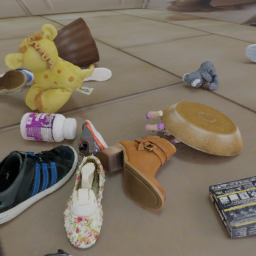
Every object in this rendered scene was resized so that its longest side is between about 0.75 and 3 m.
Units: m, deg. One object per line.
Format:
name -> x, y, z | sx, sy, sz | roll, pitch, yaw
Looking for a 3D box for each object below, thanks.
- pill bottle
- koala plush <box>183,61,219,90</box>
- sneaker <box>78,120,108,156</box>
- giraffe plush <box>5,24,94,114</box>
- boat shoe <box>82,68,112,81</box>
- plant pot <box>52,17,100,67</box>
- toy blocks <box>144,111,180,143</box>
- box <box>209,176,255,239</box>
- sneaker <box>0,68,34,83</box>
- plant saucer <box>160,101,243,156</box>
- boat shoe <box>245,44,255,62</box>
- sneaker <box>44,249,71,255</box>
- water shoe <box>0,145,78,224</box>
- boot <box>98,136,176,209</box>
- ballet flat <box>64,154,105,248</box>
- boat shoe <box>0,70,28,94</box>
pill bottle -> -2.247, -0.018, 8.047 | 1.429, 0.802, 0.802 | 3, 31, 6
koala plush -> 2.889, -2.057, 11.340 | 1.199, 1.102, 1.063 | -20, 34, -9
sneaker -> -1.126, 0.297, 7.684 | 0.694, 0.653, 1.695 | -35, 25, -8
giraffe plush -> -2.639, -1.909, 8.858 | 2.709, 2.197, 2.338 | -1, 54, 37
boat shoe -> -1.556, -2.343, 12.215 | 1.651, 0.594, 0.566 | -12, 32, -1
plant pot -> -2.862, -3.713, 13.239 | 2.342, 2.189, 2.189 | -27, 37, -12
toy blocks -> 0.889, 0.063, 8.039 | 0.971, 1.039, 0.874 | 2, -8, -42
box -> 2.562, 1.527, 5.688 | 1.475, 0.362, 1.189 | -12, 30, 0
sneaker -> -4.814, -1.818, 11.210 | 2.058, 0.779, 0.793 | -14, 42, -8
plant saucer -> 2.170, -0.149, 8.013 | 2.505, 0.443, 2.505 | 13, 29, -8
boat shoe -> 7.109, -3.710, 14.270 | 2.530, 0.931, 0.845 | 11, 20, -4
sneaker -> -1.373, 2.352, 4.601 | 1.002, 0.333, 0.453 | -23, 35, -39
water shoe -> -2.104, 0.943, 6.171 | 0.981, 1.082, 2.743 | 16, 35, 25
boot -> 0.551, 0.842, 6.661 | 1.723, 0.821, 2.228 | -17, 38, -33
ballet flat -> -0.904, 1.367, 5.849 | 0.837, 0.707, 2.213 | -2, 32, -3
boat shoe -> -4.219, -1.615, 10.163 | 1.967, 0.721, 0.617 | -4, -8, 34
